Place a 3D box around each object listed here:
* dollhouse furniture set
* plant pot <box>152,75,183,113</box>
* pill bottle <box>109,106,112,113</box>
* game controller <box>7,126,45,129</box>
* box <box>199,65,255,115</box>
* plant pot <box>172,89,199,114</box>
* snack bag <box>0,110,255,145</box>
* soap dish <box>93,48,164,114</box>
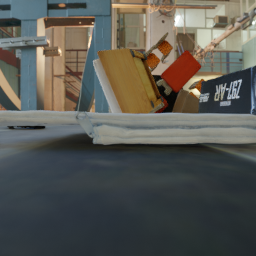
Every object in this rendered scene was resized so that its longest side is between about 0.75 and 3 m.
[{"bbox_3d":[1.187,-1.275,7.558,2.087,2.110,1.087,-46,4,-20],"label":"dollhouse furniture set"},{"bbox_3d":[0.858,-0.868,9.408,1.883,1.670,1.878,-2,1,-17],"label":"plant pot"},{"bbox_3d":[0.501,-0.776,11.261,2.462,1.364,1.364,0,2,3],"label":"pill bottle"},{"bbox_3d":[-2.825,-0.125,7.477,1.022,0.412,1.959,15,-4,-24],"label":"game controller"},{"bbox_3d":[2.320,-0.282,3.391,2.378,0.518,1.905,6,2,-7],"label":"box"},{"bbox_3d":[1.629,-0.378,7.199,0.895,1.026,1.026,20,6,12],"label":"plant pot"},{"bbox_3d":[-0.036,-0.032,3.547,2.724,0.292,2.568,2,2,10],"label":"snack bag"},{"bbox_3d":[0.100,-0.887,5.763,0.756,1.465,1.862,-21,5,16],"label":"soap dish"}]
